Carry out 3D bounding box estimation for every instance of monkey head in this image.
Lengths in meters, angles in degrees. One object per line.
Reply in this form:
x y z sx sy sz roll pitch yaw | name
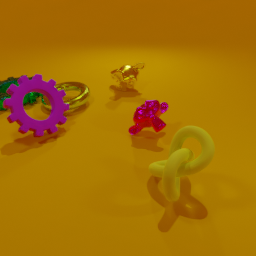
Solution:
0.632 -0.248 7.665 1.385 0.835 0.997 -38 71 -4 | monkey head
-0.146 -1.999 10.422 1.578 1.135 0.951 -16 51 33 | monkey head

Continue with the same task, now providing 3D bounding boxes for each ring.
-2.109 -1.103 9.541 1.677 0.335 1.677 -4 36 3 | ring

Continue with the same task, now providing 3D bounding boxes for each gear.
-2.465 -0.607 7.651 1.681 1.681 0.311 -26 6 -36 | gear
-4.023 -1.300 9.910 2.050 0.379 2.050 -4 33 2 | gear

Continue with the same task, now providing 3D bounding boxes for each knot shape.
1.000 0.795 5.687 0.732 1.585 1.483 37 43 -5 | knot shape
